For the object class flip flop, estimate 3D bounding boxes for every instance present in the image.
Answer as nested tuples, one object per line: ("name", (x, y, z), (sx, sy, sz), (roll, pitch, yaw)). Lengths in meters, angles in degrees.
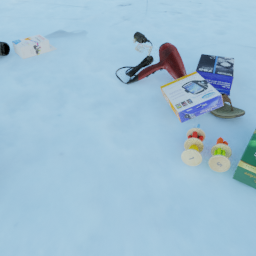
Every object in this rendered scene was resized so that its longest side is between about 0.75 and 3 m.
("flip flop", (3.064, -0.961, 9.599), (0.856, 0.608, 2.111), (-16, 40, -22))

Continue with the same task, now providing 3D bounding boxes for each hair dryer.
("hair dryer", (1.132, -2.392, 11.089), (2.844, 2.166, 0.773), (23, 1, 14))

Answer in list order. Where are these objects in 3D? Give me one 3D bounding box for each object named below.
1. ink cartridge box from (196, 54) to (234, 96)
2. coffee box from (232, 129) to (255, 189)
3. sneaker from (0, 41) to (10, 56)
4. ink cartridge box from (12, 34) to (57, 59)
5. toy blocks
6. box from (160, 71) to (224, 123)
("ink cartridge box", (3.379, -2.166, 10.945), (1.419, 0.560, 2.855), (12, 35, 13))
("coffee box", (3.928, 0.763, 7.477), (1.507, 0.539, 2.451), (26, 45, 25))
("sneaker", (-6.224, -3.527, 12.511), (1.057, 0.754, 2.132), (13, 28, 20))
("ink cartridge box", (-4.404, -3.926, 13.296), (1.763, 0.598, 1.015), (-27, 46, -30))
("toy blocks", (2.251, 0.458, 7.872), (1.287, 0.561, 1.545), (11, 36, 14))
("box", (2.058, -1.018, 9.204), (1.421, 0.495, 2.388), (-23, 34, 4))
